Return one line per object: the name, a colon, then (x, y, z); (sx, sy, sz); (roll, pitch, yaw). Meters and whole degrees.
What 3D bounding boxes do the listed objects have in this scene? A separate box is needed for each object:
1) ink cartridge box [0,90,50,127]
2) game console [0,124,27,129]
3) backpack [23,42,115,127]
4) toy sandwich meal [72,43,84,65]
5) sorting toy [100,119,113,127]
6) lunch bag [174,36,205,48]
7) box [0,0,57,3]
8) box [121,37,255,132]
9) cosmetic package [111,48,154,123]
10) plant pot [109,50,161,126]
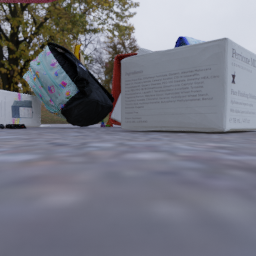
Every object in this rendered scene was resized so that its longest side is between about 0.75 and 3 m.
ink cartridge box: (-3.535, -0.485, 7.653); (1.629, 0.936, 2.782); (0, 0, 20)
game console: (-2.835, -0.034, 6.268); (1.027, 0.124, 0.606); (1, 0, -32)
backpack: (-1.753, -1.218, 7.948); (1.559, 2.464, 2.056); (-43, -16, 5)
toy sandwich meal: (-1.983, -2.902, 11.392); (0.391, 1.143, 1.143); (3, 1, 5)
sorting toy: (-0.757, -0.192, 9.821); (0.324, 0.322, 0.934); (0, 0, 15)
lunch bag: (2.077, -1.178, 7.616); (2.000, 2.352, 1.499); (-2, 2, -38)
box: (-1.321, -3.003, 4.562); (2.338, 1.495, 1.274); (10, 24, 42)
box: (1.084, -0.531, 4.458); (1.762, 1.152, 1.753); (1, 1, 43)
cosmetic package: (0.366, -1.039, 7.660); (0.752, 2.031, 1.033); (24, 8, 17)
plant pot: (0.956, -1.090, 9.762); (2.416, 2.414, 2.129); (0, -11, 22)
